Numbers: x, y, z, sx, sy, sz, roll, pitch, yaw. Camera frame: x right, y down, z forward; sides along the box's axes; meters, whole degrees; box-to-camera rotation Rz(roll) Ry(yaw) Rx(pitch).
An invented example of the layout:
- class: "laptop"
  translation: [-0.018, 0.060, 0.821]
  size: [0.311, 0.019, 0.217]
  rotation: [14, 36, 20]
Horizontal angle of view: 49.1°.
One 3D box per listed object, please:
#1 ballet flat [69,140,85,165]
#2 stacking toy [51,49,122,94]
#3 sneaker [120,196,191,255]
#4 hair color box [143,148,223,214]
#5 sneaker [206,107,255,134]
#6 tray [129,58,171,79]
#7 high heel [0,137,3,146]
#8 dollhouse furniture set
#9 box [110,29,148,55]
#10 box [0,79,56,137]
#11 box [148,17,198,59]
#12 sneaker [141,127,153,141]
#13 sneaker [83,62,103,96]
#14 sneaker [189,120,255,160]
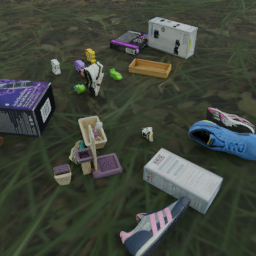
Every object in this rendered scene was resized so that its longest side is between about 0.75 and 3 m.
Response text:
- class: "ballet flat"
  translation: [-1.668, 0.831, 9.048]
  size: [0.429, 0.386, 1.139]
  rotation: [-18, 33, 14]
- class: "stacking toy"
  translation: [-1.967, -2.693, 12.921]
  size: [2.167, 0.675, 2.874]
  rotation: [-26, 47, -28]
- class: "sneaker"
  translation: [0.715, 2.269, 6.996]
  size: [0.867, 0.741, 2.113]
  rotation: [34, 50, 30]
- class: "hair color box"
  translation: [1.536, 1.462, 8.053]
  size: [1.998, 0.606, 0.989]
  rotation: [26, 47, 27]
- class: "sneaker"
  translation: [3.680, -0.188, 10.073]
  size: [1.822, 0.732, 0.787]
  rotation: [35, 39, 24]
- class: "tray"
  translation: [1.051, -2.838, 13.348]
  size: [1.841, 0.341, 0.908]
  rotation: [13, 42, 16]
- class: "high heel"
  translation: [-5.196, 0.761, 8.689]
  size: [1.198, 0.840, 2.491]
  rotation: [22, 29, 10]
- class: "dollhouse furniture set"
  translation: [-1.492, 0.120, 8.715]
  size: [2.000, 1.792, 2.524]
  rotation: [-12, 42, -13]
- class: "box"
  translation: [0.267, -4.848, 15.665]
  size: [1.629, 0.411, 2.279]
  rotation: [22, 46, 23]
- class: "box"
  translation: [-4.118, -0.768, 10.178]
  size: [2.411, 1.257, 1.784]
  rotation: [4, 41, 4]
- class: "box"
  translation: [2.285, -4.777, 14.758]
  size: [2.516, 1.467, 0.756]
  rotation: [28, 48, 28]
- class: "sneaker"
  translation: [0.652, 0.235, 9.632]
  size: [0.396, 0.342, 0.904]
  rotation: [-1, 17, 1]
- class: "sneaker"
  translation: [-1.271, -1.911, 11.171]
  size: [0.740, 1.851, 0.682]
  rotation: [-42, 78, -18]
- class: "sneaker"
  translation: [3.160, 0.498, 8.827]
  size: [2.611, 0.861, 1.024]
  rotation: [22, 27, 29]
